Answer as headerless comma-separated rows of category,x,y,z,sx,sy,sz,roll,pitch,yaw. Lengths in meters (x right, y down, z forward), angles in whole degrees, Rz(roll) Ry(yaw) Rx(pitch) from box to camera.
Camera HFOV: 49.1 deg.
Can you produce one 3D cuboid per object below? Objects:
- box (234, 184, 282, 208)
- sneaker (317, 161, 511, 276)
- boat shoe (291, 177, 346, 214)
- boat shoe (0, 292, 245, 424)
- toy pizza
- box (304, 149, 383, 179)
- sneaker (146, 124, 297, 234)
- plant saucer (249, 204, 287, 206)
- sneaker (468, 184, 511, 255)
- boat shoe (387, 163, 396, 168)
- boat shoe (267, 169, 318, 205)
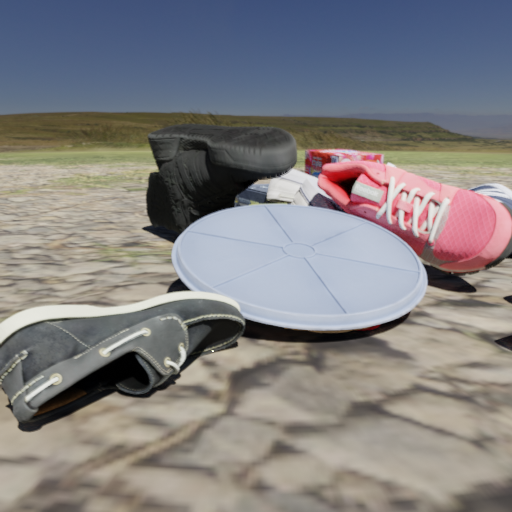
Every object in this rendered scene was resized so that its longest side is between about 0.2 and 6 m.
box,1.081,-1.328,13.261,2.737,0.698,2.158,-5,13,-24
sneaker,1.932,-0.589,7.519,1.332,1.132,3.071,15,10,-36
boat shoe,1.035,-0.301,8.629,0.877,0.864,2.474,26,24,-31
boat shoe,-0.934,0.801,4.558,2.205,0.792,0.745,-4,46,-43
toy pizza,0.490,0.126,6.636,2.957,0.468,2.957,4,27,-2
box,2.374,-2.242,15.701,1.316,1.374,2.757,-3,14,-14
sneaker,-0.722,-1.104,9.462,1.178,2.046,3.922,-27,30,-36
plant saucer,0.009,-0.678,10.800,0.975,0.234,0.976,3,34,40
sneaker,3.805,-0.694,9.889,1.577,1.019,2.907,0,16,-7
boat shoe,4.110,-2.143,16.735,0.947,0.961,2.712,30,15,7
boat shoe,1.419,-1.028,11.394,2.496,0.820,0.898,20,-2,-12
